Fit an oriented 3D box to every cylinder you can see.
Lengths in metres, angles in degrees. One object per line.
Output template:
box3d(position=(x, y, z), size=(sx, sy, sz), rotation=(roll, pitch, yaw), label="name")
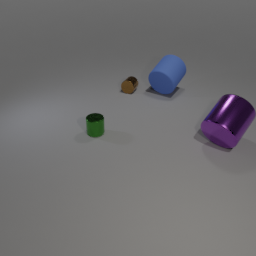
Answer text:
box3d(position=(1.927, -2.613, 13.681), size=(1.400, 1.400, 1.400), rotation=(20, 56, 29), label="cylinder")
box3d(position=(-1.261, -0.113, 10.813), size=(0.700, 0.700, 0.700), rotation=(1, 33, -1), label="cylinder")
box3d(position=(3.544, -0.240, 9.949), size=(1.400, 1.400, 1.400), rotation=(27, 67, 36), label="cylinder")
box3d(position=(0.092, -2.184, 14.198), size=(0.700, 0.700, 0.700), rotation=(12, 33, 18), label="cylinder")
